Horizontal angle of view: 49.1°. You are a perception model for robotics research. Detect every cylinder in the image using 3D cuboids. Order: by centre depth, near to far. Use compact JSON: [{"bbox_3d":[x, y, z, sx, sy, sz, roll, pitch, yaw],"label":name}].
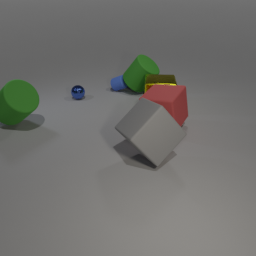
[{"bbox_3d":[-4.443,-0.988,11.017,1.400,1.400,1.400,-27,7,41],"label":"cylinder"},{"bbox_3d":[0.675,-2.816,14.501,1.400,1.400,1.400,25,41,-24],"label":"cylinder"},{"bbox_3d":[-0.457,-2.409,14.976,0.700,0.700,0.700,-13,19,32],"label":"cylinder"}]

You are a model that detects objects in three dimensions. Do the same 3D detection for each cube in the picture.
[{"bbox_3d":[0.697,0.090,8.987,1.400,1.400,1.400,-47,28,-4],"label":"cube"},{"bbox_3d":[1.446,-0.799,11.073,1.400,1.400,1.400,9,36,31],"label":"cube"},{"bbox_3d":[1.471,-1.607,12.990,1.400,1.400,1.400,2,29,3],"label":"cube"}]

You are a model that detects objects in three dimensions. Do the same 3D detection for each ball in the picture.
[{"bbox_3d":[-2.509,-1.799,14.054,0.700,0.700,0.700,0,29,0],"label":"ball"}]
